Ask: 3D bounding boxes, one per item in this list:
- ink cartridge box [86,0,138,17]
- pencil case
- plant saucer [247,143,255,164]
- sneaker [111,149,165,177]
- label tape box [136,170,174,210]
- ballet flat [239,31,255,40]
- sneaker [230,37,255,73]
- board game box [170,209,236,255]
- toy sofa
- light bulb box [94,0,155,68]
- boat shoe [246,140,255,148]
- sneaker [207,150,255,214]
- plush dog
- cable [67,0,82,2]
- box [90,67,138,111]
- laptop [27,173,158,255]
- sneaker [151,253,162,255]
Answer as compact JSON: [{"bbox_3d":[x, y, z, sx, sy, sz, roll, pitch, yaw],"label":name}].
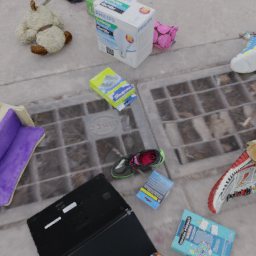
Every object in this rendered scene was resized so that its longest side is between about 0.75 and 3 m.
[{"bbox_3d":[-0.685,-5.403,12.470,1.889,0.797,1.380,32,64,18],"label":"ink cartridge box"},{"bbox_3d":[0.858,-4.135,11.583,2.357,1.070,1.104,31,88,18],"label":"pencil case"},{"bbox_3d":[4.401,0.918,7.593,2.218,0.393,2.218,-2,19,1],"label":"plant saucer"},{"bbox_3d":[0.231,0.985,8.463,1.726,0.723,0.662,-24,68,10],"label":"sneaker"},{"bbox_3d":[0.797,1.870,8.323,0.717,0.315,0.994,32,64,18],"label":"label tape box"},{"bbox_3d":[5.226,-3.922,11.885,0.982,0.340,0.350,-6,78,-4],"label":"ballet flat"},{"bbox_3d":[4.892,-2.946,11.078,2.400,0.909,1.261,-17,43,-11],"label":"sneaker"},{"bbox_3d":[2.033,3.039,7.595,1.453,0.341,1.097,22,61,13],"label":"board game box"},{"bbox_3d":[-3.817,0.754,8.480,1.436,1.219,2.943,14,60,10],"label":"toy sofa"},{"bbox_3d":[-0.117,-3.722,10.764,1.952,1.969,1.229,31,63,18],"label":"light bulb box"},{"bbox_3d":[4.312,1.230,8.486,0.653,0.757,2.074,-12,56,-1],"label":"boat shoe"},{"bbox_3d":[3.243,1.600,8.123,2.441,0.950,1.003,-39,67,-20],"label":"sneaker"},{"bbox_3d":[-3.285,-3.909,11.270,2.170,1.741,1.864,-34,88,-19],"label":"plush dog"},{"bbox_3d":[-2.440,-6.724,13.495,1.408,0.439,1.726,28,62,16],"label":"cable"},{"bbox_3d":[-0.535,-1.452,10.317,0.986,0.385,1.617,-40,66,-20],"label":"box"},{"bbox_3d":[-0.962,3.105,7.668,2.570,1.498,2.900,-31,38,-18],"label":"laptop"},{"bbox_3d":[1.590,3.810,6.934,1.253,0.868,2.237,-35,75,-24],"label":"sneaker"}]
